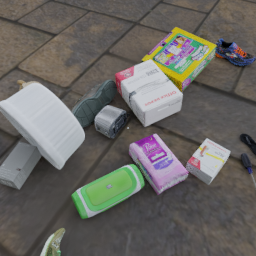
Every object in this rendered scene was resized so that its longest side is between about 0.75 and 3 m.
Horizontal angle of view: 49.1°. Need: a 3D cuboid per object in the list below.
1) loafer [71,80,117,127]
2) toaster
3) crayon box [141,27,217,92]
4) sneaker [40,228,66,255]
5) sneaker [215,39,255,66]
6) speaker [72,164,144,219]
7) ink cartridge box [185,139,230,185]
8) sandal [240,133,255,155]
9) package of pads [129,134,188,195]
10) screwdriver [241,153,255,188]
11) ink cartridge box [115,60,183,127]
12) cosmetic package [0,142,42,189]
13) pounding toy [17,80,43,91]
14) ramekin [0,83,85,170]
[{"bbox_3d":[-1.553,-1.007,11.710,0.914,1.045,2.907,3,39,40],"label":"loafer"},{"bbox_3d":[-0.671,-0.315,11.096,0.919,0.808,1.422,24,54,21],"label":"toaster"},{"bbox_3d":[2.413,-3.316,13.303,2.357,0.796,2.732,35,70,24],"label":"crayon box"},{"bbox_3d":[-2.077,3.799,7.843,0.848,0.736,1.914,20,59,4],"label":"sneaker"},{"bbox_3d":[5.257,-3.769,13.925,2.180,0.855,0.821,26,56,20],"label":"sneaker"},{"bbox_3d":[-0.628,2.021,9.057,2.241,0.991,0.991,-24,54,-19],"label":"speaker"},{"bbox_3d":[2.853,1.163,10.008,0.995,0.572,1.371,32,57,24],"label":"ink cartridge box"},{"bbox_3d":[4.739,0.576,10.724,0.401,0.226,1.055,-20,53,-16],"label":"sandal"},{"bbox_3d":[1.033,1.214,9.847,1.216,0.764,2.018,-22,54,-21],"label":"package of pads"},{"bbox_3d":[4.329,1.745,9.773,0.278,0.290,1.996,-2,54,-1],"label":"screwdriver"},{"bbox_3d":[0.843,-1.514,11.832,1.828,1.065,2.526,-25,55,-13],"label":"ink cartridge box"},{"bbox_3d":[-3.820,1.293,9.853,0.814,0.687,1.524,12,54,14],"label":"cosmetic package"},{"bbox_3d":[-4.240,-1.427,12.279,0.924,0.927,1.617,-2,54,-39],"label":"pounding toy"},{"bbox_3d":[-2.804,-0.118,9.428,2.904,2.904,1.416,35,69,25],"label":"ramekin"}]
